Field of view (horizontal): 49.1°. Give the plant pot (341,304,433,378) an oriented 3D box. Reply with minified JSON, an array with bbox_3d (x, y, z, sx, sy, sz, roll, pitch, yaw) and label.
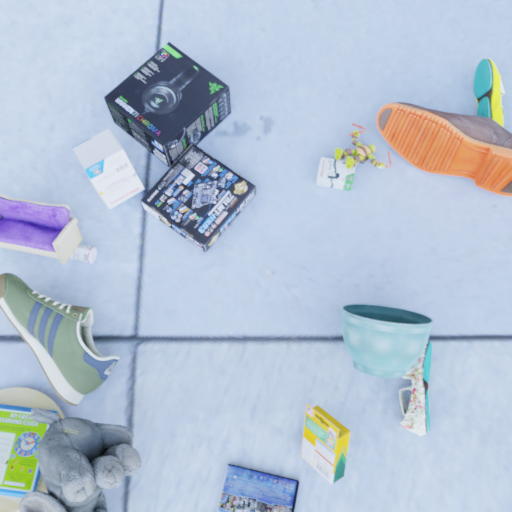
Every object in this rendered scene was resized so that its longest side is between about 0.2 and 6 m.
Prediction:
[{"bbox_3d":[2.365,1.612,10.475,1.667,1.667,1.117,7,96,3],"label":"plant pot"}]

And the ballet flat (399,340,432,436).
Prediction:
[{"bbox_3d":[2.997,2.449,10.581,0.578,0.684,1.808,-2,63,25],"label":"ballet flat"}]

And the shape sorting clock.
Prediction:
[{"bbox_3d":[-4.548,3.525,10.228,2.246,0.441,2.246,-1,67,2],"label":"shape sorting clock"}]

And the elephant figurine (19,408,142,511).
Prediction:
[{"bbox_3d":[-3.016,4.031,9.363,1.719,2.430,1.885,8,27,-33],"label":"elephant figurine"}]

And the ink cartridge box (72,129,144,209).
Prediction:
[{"bbox_3d":[-3.089,-1.807,11.750,0.896,1.217,0.881,-31,53,-10],"label":"ink cartridge box"}]

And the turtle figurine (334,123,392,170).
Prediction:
[{"bbox_3d":[2.255,-2.316,12.405,1.120,0.447,1.389,-23,70,-33],"label":"turtle figurine"}]

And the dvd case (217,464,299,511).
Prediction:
[{"bbox_3d":[-0.068,4.808,9.897,1.354,0.167,1.898,12,69,3],"label":"dvd case"}]

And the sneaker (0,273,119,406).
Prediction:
[{"bbox_3d":[-3.744,1.297,10.732,1.315,0.982,2.930,-36,80,-4],"label":"sneaker"}]

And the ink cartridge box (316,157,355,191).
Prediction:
[{"bbox_3d":[1.751,-1.801,12.318,0.786,0.327,0.576,9,69,4],"label":"ink cartridge box"}]

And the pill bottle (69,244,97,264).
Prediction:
[{"bbox_3d":[-3.667,-0.066,11.650,0.615,0.349,0.349,12,70,4],"label":"pill bottle"}]

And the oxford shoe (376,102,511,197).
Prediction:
[{"bbox_3d":[4.387,-2.525,12.289,3.605,1.285,1.314,27,52,5],"label":"oxford shoe"}]

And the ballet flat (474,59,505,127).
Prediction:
[{"bbox_3d":[5.432,-3.636,12.942,0.638,0.636,1.904,12,71,-18],"label":"ballet flat"}]

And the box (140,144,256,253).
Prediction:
[{"bbox_3d":[-1.224,-1.268,12.058,1.794,0.449,1.807,35,73,12],"label":"box"}]

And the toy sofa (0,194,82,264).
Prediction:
[{"bbox_3d":[-4.596,-0.555,11.283,1.917,0.935,0.794,11,47,13],"label":"toy sofa"}]

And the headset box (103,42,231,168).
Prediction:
[{"bbox_3d":[-1.874,-3.421,12.567,1.912,1.018,2.196,40,74,14],"label":"headset box"}]

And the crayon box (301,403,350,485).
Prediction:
[{"bbox_3d":[1.210,3.221,9.793,0.334,1.294,0.814,-19,34,-34],"label":"crayon box"}]
